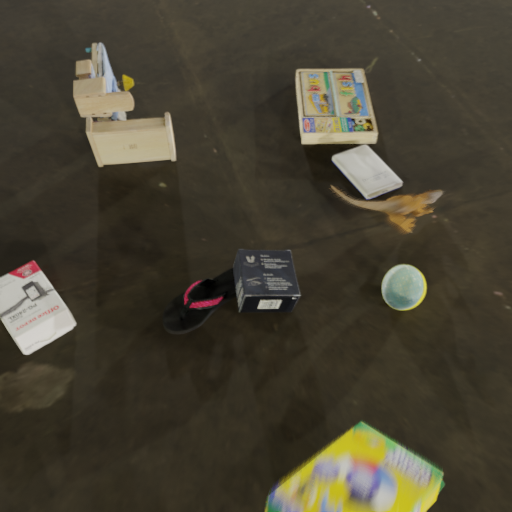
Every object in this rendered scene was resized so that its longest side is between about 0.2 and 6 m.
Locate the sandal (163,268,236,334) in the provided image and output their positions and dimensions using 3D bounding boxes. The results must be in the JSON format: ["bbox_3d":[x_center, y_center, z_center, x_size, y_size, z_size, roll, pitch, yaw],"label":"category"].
[{"bbox_3d":[-0.841,0.654,9.596,1.852,0.417,0.695,-33,61,-24],"label":"sandal"}]

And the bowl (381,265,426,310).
[{"bbox_3d":[2.601,0.565,9.620,0.420,0.780,0.780,15,33,-48],"label":"bowl"}]

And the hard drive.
[{"bbox_3d":[2.313,-1.777,11.754,0.874,0.168,1.325,-22,54,-17],"label":"hard drive"}]

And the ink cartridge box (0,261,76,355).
[{"bbox_3d":[-3.782,0.850,9.358,0.949,0.545,1.307,-32,58,-24],"label":"ink cartridge box"}]

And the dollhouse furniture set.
[{"bbox_3d":[-2.686,-3.514,11.743,1.650,2.387,2.528,-6,63,-5],"label":"dollhouse furniture set"}]

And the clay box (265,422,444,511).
[{"bbox_3d":[1.276,2.816,6.694,1.240,0.514,2.159,25,32,37],"label":"clay box"}]

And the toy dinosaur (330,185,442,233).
[{"bbox_3d":[2.606,-0.921,10.669,2.167,0.655,1.151,-2,20,-16],"label":"toy dinosaur"}]

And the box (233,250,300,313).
[{"bbox_3d":[0.156,0.429,9.566,0.954,0.569,0.970,1,53,-14],"label":"box"}]

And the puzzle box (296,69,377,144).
[{"bbox_3d":[1.811,-3.546,13.103,1.683,0.322,2.530,-1,51,0],"label":"puzzle box"}]
